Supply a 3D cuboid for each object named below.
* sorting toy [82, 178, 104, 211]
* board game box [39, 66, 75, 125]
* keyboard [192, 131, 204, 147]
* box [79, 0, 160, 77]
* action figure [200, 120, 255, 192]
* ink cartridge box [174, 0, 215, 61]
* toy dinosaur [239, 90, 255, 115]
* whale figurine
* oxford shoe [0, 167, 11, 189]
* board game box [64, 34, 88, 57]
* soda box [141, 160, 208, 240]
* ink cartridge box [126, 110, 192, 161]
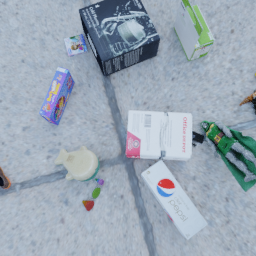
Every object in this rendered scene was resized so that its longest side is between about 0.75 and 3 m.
[{"bbox_3d":[-1.343,2.420,10.403,0.430,0.433,1.249,20,78,30],"label":"sorting toy"},{"bbox_3d":[-2.661,-1.185,10.675,0.428,1.286,1.913,18,78,4],"label":"board game box"},{"bbox_3d":[2.494,0.400,10.938,0.913,0.094,0.580,23,72,6],"label":"keyboard"},{"bbox_3d":[-0.346,-3.743,11.156,2.397,1.511,2.438,-23,78,-7],"label":"box"},{"bbox_3d":[3.529,0.602,9.962,0.807,2.951,1.743,9,118,-31],"label":"action figure"},{"bbox_3d":[2.615,-3.927,10.740,0.889,2.346,1.734,-20,78,-4],"label":"ink cartridge box"},{"bbox_3d":[5.137,-1.063,11.079,1.477,0.754,1.003,-24,63,13],"label":"toy dinosaur"},{"bbox_3d":[-1.860,1.344,10.435,1.773,0.920,1.410,13,67,27],"label":"whale figurine"},{"bbox_3d":[-4.920,1.718,10.440,1.326,0.481,0.472,41,81,8],"label":"oxford shoe"},{"bbox_3d":[-2.186,-3.456,11.755,0.823,0.170,0.825,-17,78,-4],"label":"board game box"},{"bbox_3d":[1.590,2.524,10.066,0.924,0.863,2.712,-34,80,-7],"label":"soda box"},{"bbox_3d":[1.142,0.300,10.459,2.323,0.980,1.682,3,77,4],"label":"ink cartridge box"}]
